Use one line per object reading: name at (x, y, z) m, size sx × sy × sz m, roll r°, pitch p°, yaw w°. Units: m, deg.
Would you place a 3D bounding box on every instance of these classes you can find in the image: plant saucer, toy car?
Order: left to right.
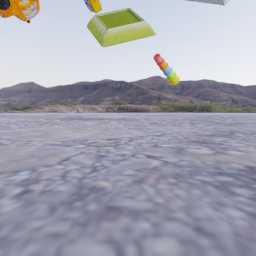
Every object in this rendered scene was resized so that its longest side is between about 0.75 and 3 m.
toy car at (-1.528, -2.127, 5.002) m, size 2.231 × 1.094 × 0.742 m, roll 25°, pitch -24°, yaw 30°
plant saucer at (-0.323, -3.921, 10.565) m, size 2.128 × 0.510 × 2.131 m, roll -18°, pitch 44°, yaw -14°

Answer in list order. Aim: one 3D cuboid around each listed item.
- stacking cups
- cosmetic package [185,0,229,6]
stacking cups at (1.413, -2.201, 10.576) m, size 0.445 × 0.445 × 1.472 m, roll 4°, pitch -25°, yaw 44°
cosmetic package at (1.658, -3.085, 4.567) m, size 1.148 × 2.263 × 0.806 m, roll 30°, pitch -19°, yaw 37°
